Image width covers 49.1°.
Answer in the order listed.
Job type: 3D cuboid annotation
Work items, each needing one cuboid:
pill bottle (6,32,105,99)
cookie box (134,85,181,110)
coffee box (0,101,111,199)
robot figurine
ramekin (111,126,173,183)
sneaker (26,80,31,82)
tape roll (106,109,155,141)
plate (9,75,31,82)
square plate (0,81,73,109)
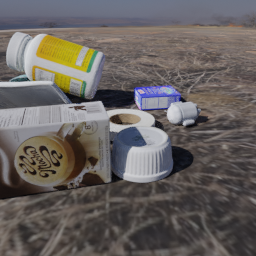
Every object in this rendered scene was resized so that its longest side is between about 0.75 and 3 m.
[{"bbox_3d":[-2.394,-2.161,9.464,2.951,1.664,1.664,17,24,-4],"label":"pill bottle"},{"bbox_3d":[0.990,-1.075,9.837,1.393,0.524,1.192,-4,24,-8],"label":"cookie box"},{"bbox_3d":[-1.654,0.394,5.371,2.532,1.431,1.011,-6,26,-13],"label":"coffee box"},{"bbox_3d":[1.615,-0.431,8.283,1.065,0.601,0.903,-10,49,-21],"label":"robot figurine"},{"bbox_3d":[0.300,0.488,6.044,1.379,0.724,1.379,0,24,0],"label":"ramekin"},{"bbox_3d":[-3.095,-1.328,10.043,0.992,0.858,2.196,-4,24,-15],"label":"sneaker"},{"bbox_3d":[-0.099,-0.116,7.926,1.736,0.317,1.736,1,24,0],"label":"tape roll"},{"bbox_3d":[-3.650,-1.791,10.811,1.726,0.221,1.726,-3,-7,0],"label":"plate"},{"bbox_3d":[-2.067,-0.452,6.503,2.245,2.266,0.322,3,64,22],"label":"square plate"}]
